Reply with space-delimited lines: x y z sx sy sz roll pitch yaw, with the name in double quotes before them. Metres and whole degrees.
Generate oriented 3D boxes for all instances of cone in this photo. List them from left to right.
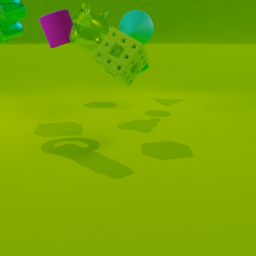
"cone" 0.206 -3.608 10.382 1.364 1.364 1.369 3 25 9

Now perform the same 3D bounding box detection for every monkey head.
"monkey head" -0.913 -2.677 7.464 1.098 1.822 1.311 12 -26 -17

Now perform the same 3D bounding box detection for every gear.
"gear" -2.572 -2.643 5.043 0.388 2.097 2.097 -30 33 -35

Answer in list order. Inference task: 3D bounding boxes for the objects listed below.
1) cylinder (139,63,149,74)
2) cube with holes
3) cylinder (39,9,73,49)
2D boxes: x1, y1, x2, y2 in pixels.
"cylinder" 0.142 -2.188 9.107 0.838 0.838 0.838 -24 19 9
"cube with holes" -0.147 -1.477 5.966 0.769 0.769 0.769 35 -1 17
"cylinder" -2.452 -3.514 9.968 1.070 1.070 1.070 -17 20 6
